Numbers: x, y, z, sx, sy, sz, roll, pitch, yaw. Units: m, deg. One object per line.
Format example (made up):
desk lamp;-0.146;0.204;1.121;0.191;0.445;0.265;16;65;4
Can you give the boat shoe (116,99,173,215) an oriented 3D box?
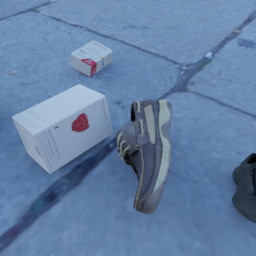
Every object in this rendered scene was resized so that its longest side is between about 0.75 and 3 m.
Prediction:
boat shoe;0.276;0.421;5.613;1.062;1.079;2.898;9;37;3

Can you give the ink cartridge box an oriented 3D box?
ink cartridge box;-1.147;-2.223;8.922;0.834;0.474;1.145;32;49;14

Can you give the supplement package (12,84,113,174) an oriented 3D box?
supplement package;-1.375;-0.053;6.200;1.762;1.069;1.055;-34;41;-29

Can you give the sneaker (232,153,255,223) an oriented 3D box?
sneaker;2.331;1.056;5.221;0.604;0.722;1.591;16;35;0
